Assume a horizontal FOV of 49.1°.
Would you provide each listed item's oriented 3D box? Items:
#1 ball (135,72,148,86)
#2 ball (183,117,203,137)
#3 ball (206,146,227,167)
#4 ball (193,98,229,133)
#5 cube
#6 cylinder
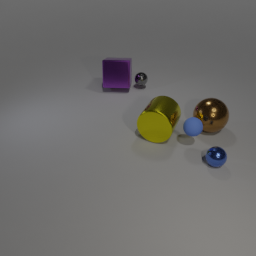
[{"bbox_3d":[0.700,-2.597,14.837,0.700,0.700,0.700,0,32,0],"label":"ball"},{"bbox_3d":[2.354,-0.039,10.158,0.700,0.700,0.700,0,32,0],"label":"ball"},{"bbox_3d":[2.992,0.972,9.497,0.700,0.700,0.700,0,32,0],"label":"ball"},{"bbox_3d":[3.317,-0.509,11.231,1.400,1.400,1.400,0,32,0],"label":"ball"},{"bbox_3d":[-0.542,-2.919,14.732,1.400,1.400,1.400,2,19,4],"label":"cube"},{"bbox_3d":[1.227,-0.360,10.942,1.400,1.400,1.400,13,34,19],"label":"cylinder"}]
